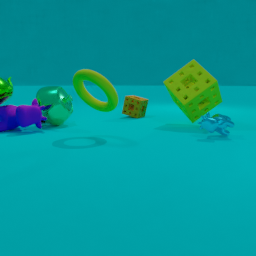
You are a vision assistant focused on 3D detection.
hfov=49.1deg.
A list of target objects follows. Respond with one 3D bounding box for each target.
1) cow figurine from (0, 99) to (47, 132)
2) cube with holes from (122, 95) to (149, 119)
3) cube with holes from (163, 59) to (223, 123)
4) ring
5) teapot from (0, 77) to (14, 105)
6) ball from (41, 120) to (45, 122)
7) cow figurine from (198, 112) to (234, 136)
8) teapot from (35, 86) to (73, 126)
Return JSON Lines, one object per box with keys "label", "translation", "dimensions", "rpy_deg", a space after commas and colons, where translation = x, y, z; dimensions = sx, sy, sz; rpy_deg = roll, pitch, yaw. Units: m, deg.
{"label": "cow figurine", "translation": [-3.139, -0.344, 8.029], "dimensions": [1.543, 0.861, 1.569], "rpy_deg": [-10, 8, -15]}
{"label": "cube with holes", "translation": [0.285, -0.839, 10.943], "dimensions": [0.701, 0.701, 0.701], "rpy_deg": [19, 17, 24]}
{"label": "cube with holes", "translation": [2.026, -1.122, 8.709], "dimensions": [1.158, 1.158, 1.158], "rpy_deg": [57, 6, 36]}
{"label": "ring", "translation": [-0.794, -0.879, 6.783], "dimensions": [1.267, 1.267, 0.253], "rpy_deg": [8, 51, 39]}
{"label": "teapot", "translation": [-3.730, -1.065, 7.802], "dimensions": [1.010, 0.795, 1.624], "rpy_deg": [-27, 7, 32]}
{"label": "ball", "translation": [-2.886, -0.601, 9.623], "dimensions": [0.814, 0.814, 0.814], "rpy_deg": [0, 9, 0]}
{"label": "cow figurine", "translation": [2.175, -0.141, 7.014], "dimensions": [0.883, 0.493, 0.898], "rpy_deg": [21, 24, 0]}
{"label": "teapot", "translation": [-2.227, -0.748, 8.734], "dimensions": [1.015, 1.289, 2.074], "rpy_deg": [-23, 9, 10]}
